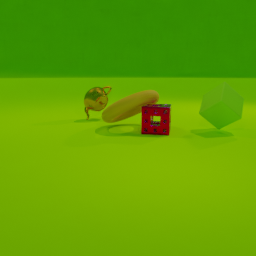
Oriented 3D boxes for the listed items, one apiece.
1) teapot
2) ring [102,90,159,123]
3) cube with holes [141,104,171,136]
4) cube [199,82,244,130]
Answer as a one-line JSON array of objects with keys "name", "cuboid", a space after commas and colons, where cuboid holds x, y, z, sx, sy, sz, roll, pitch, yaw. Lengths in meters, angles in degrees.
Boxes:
[{"name": "teapot", "cuboid": [-1.093, -0.916, 9.752, 0.704, 1.437, 0.894, 38, -6, 29]}, {"name": "ring", "cuboid": [0.074, -0.615, 8.253, 1.806, 0.361, 1.806, -23, -6, -2]}, {"name": "cube with holes", "cuboid": [0.794, -0.253, 7.744, 0.751, 0.751, 0.751, 2, 11, 11]}, {"name": "cube", "cuboid": [2.607, -0.609, 7.804, 0.810, 0.810, 0.810, -36, 24, 49]}]
